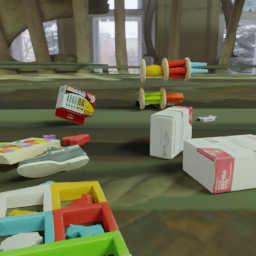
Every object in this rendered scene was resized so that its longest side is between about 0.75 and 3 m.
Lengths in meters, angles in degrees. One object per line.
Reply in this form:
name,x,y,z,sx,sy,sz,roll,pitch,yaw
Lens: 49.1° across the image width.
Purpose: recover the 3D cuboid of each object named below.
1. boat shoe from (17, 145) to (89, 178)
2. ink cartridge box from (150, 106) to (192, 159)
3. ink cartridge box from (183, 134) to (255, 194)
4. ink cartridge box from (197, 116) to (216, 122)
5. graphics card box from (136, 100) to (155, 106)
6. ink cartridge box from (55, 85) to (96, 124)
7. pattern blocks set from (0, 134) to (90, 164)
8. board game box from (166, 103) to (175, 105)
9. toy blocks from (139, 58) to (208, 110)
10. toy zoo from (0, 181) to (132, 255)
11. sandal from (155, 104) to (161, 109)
boat shoe,-1.548,0.639,5.770,1.537,0.559,0.475,-5,57,-41
ink cartridge box,1.141,0.066,7.265,0.616,1.072,1.477,8,16,30
ink cartridge box,2.153,0.649,5.632,1.735,0.736,1.264,-5,15,-14
ink cartridge box,3.124,-0.372,11.044,0.772,0.143,0.366,-11,17,-31
graphics card box,1.007,-1.316,14.610,1.057,0.269,0.663,-8,17,-28
ink cartridge box,-1.841,-0.789,9.870,1.234,1.083,0.517,17,-14,-37
pattern blocks set,-2.549,0.496,6.711,2.554,0.235,2.905,-1,10,22
board game box,2.135,-1.449,15.245,0.845,0.215,1.248,4,14,14
toy blocks,2.028,-1.981,12.729,2.912,2.427,1.057,-2,34,-3
toy zoo,-1.062,1.303,3.957,1.641,0.256,2.501,-4,15,-16
sandal,1.549,-1.100,13.875,0.365,0.246,0.909,-9,30,-11
